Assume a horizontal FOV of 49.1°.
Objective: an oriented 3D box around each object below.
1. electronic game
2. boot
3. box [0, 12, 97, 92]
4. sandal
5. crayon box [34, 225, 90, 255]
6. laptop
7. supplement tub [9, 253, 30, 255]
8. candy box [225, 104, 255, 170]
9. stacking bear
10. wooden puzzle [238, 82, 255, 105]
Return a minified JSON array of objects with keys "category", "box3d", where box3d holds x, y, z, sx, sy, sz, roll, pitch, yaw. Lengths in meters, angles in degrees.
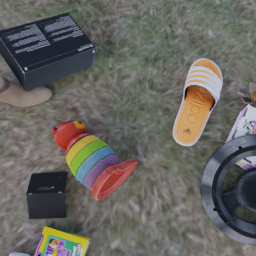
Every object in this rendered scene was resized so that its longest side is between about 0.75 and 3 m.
[{"category":"electronic game","box3d":[3.461,1.647,7.467,2.991,0.622,2.991,0,91,9]},{"category":"boot","box3d":[-3.466,-1.142,8.220,2.124,1.553,0.746,-5,78,-1]},{"category":"box","box3d":[-2.457,-2.390,8.631,2.405,0.948,1.697,-29,70,-28]},{"category":"sandal","box3d":[2.227,-0.910,8.520,1.166,0.873,3.045,18,73,6]},{"category":"crayon box","box3d":[-1.818,3.461,7.328,1.244,0.420,1.442,17,73,4]},{"category":"laptop","box3d":[-2.278,1.917,8.030,1.061,0.657,1.133,-2,44,-1]},{"category":"supplement tub","box3d":[-2.865,3.695,7.180,0.561,0.561,0.851,9,72,3]},{"category":"candy box","box3d":[3.965,0.515,8.136,1.985,0.710,1.665,29,74,9]},{"category":"stacking bear","box3d":[-1.146,0.702,7.819,2.356,1.431,1.340,44,116,20]},{"category":"wooden puzzle","box3d":[4.390,-0.848,8.507,2.223,0.156,1.318,15,40,1]}]
